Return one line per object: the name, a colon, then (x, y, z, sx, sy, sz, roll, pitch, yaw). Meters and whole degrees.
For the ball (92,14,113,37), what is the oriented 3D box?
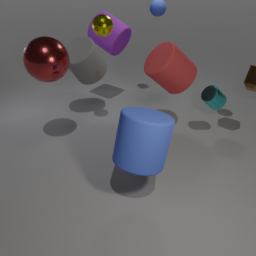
ball: (-0.821, -3.322, 9.079, 0.700, 0.700, 0.700, 0, 30, 0)

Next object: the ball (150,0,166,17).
ball: (1.268, -5.088, 11.859, 0.700, 0.700, 0.700, 0, 30, 0)

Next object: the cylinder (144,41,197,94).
cylinder: (1.537, -2.157, 10.161, 1.400, 1.400, 1.400, 32, 12, -34)

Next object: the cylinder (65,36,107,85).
cylinder: (-1.742, -2.714, 11.363, 1.400, 1.400, 1.400, -9, 60, 16)

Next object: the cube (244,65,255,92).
cube: (4.581, -1.693, 9.836, 0.700, 0.700, 0.700, 21, -2, 33)

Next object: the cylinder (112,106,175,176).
cylinder: (0.383, 0.304, 7.294, 1.400, 1.400, 1.400, 10, 19, -3)

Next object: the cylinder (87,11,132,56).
cylinder: (-0.800, -4.103, 12.191, 1.400, 1.400, 1.400, 38, 41, 11)

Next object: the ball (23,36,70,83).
ball: (-2.538, -2.129, 8.747, 1.400, 1.400, 1.400, 0, 30, 0)

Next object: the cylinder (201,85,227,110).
cylinder: (3.198, -1.129, 10.442, 0.700, 0.700, 0.700, 30, 10, -37)
